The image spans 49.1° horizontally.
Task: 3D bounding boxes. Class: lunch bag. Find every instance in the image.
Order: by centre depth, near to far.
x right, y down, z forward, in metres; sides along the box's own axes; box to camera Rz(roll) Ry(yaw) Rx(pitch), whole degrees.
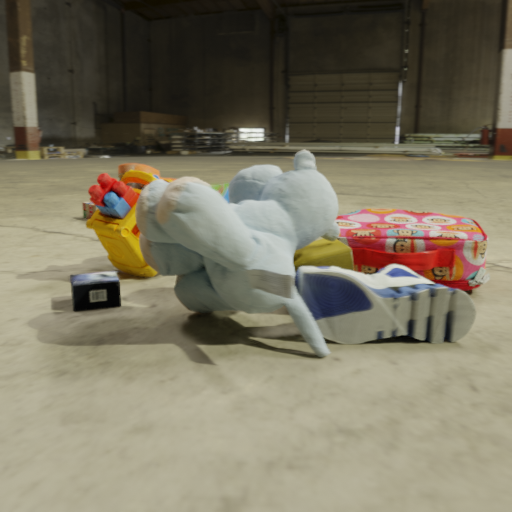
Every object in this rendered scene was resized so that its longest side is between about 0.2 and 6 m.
[{"bbox_3d":[2.402,-0.109,9.219,2.620,1.073,2.307,3,13,12],"label":"lunch bag"}]

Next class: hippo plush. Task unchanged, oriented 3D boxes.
[{"bbox_3d":[-0.013,-0.520,7.059,2.742,2.184,2.205,9,49,44],"label":"hippo plush"}]

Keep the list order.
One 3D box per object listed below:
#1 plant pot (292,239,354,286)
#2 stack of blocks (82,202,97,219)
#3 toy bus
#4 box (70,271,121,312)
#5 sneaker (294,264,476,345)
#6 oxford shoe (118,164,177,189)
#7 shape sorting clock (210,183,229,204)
[{"bbox_3d":[0.783,0.317,7.864,0.958,0.936,0.930,-9,14,-7],"label":"plant pot"},{"bbox_3d":[-4.055,-1.328,15.968,1.508,0.442,0.868,-11,17,-41],"label":"stack of blocks"},{"bbox_3d":[-2.007,-0.840,9.573,1.243,1.759,1.832,12,57,35],"label":"toy bus"},{"bbox_3d":[-2.337,0.496,8.119,0.663,0.409,0.658,-5,12,-20],"label":"box"},{"bbox_3d":[1.506,0.570,7.110,2.131,0.861,1.230,6,9,-2],"label":"sneaker"},{"bbox_3d":[-2.867,-1.705,16.463,1.203,1.230,3.374,-3,-8,29],"label":"oxford shoe"},{"bbox_3d":[-1.458,-0.801,12.102,2.766,0.543,2.766,-13,31,8],"label":"shape sorting clock"}]
